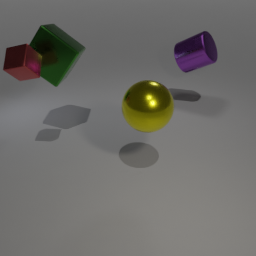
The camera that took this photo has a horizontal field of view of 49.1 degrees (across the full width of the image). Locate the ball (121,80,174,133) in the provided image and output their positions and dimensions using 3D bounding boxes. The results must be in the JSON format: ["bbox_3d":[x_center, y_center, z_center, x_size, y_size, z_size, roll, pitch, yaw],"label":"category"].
[{"bbox_3d":[0.525,-0.572,7.480,1.400,1.400,1.400,0,29,0],"label":"ball"}]

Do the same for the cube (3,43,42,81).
[{"bbox_3d":[-2.901,-1.802,7.764,0.700,0.700,0.700,-6,-18,18],"label":"cube"}]

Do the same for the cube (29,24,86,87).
[{"bbox_3d":[-2.469,-2.474,9.422,1.400,1.400,1.400,35,19,-12],"label":"cube"}]

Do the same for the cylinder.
[{"bbox_3d":[2.949,-3.279,12.183,1.400,1.400,1.400,-14,16,40],"label":"cylinder"}]
